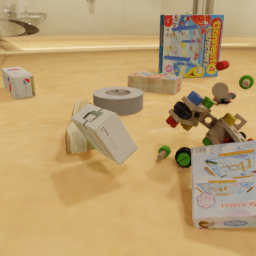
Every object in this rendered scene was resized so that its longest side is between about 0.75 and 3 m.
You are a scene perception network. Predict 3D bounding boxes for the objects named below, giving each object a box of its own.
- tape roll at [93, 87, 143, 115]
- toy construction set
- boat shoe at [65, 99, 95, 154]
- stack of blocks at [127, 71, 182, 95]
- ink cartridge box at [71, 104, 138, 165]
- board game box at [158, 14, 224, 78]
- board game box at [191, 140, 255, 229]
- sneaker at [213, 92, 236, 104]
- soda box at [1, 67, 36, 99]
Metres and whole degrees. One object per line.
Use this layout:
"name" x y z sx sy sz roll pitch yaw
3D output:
"tape roll" -0.301 -0.869 8.691 1.558 0.515 1.558 0 21 0
"toy construction set" 1.734 -0.268 5.411 1.703 2.041 1.569 18 22 20
"boat shoe" -0.932 -0.054 6.421 0.708 0.754 2.046 2 31 -3
"stack of blocks" 1.085 -1.791 10.948 1.944 0.569 1.119 10 24 24
"ink cartridge box" -0.431 0.085 4.904 0.467 0.811 1.112 -42 30 -16
"board game box" 2.853 -3.769 12.964 2.744 2.802 0.783 -4 22 -7
"board game box" 1.581 0.745 3.953 1.333 0.274 1.330 -8 38 19
"sneaker" 3.232 -0.917 9.209 0.964 0.372 0.395 -11 51 -25
"soda box" -4.146 -1.747 10.533 0.742 0.794 2.331 -12 24 -28
